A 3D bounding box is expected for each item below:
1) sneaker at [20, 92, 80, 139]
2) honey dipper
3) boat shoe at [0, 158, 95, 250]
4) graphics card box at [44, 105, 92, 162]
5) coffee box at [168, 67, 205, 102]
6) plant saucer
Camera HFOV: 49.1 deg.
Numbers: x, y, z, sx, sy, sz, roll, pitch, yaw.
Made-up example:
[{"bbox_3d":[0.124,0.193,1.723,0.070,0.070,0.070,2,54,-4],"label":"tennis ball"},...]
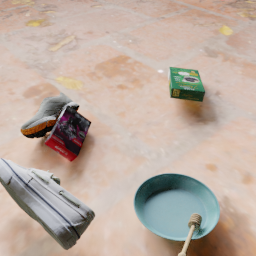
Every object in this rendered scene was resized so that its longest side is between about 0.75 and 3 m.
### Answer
[{"bbox_3d":[-2.475,-0.429,8.466,0.924,0.761,2.009,44,46,12],"label":"sneaker"},{"bbox_3d":[1.207,2.115,5.422,0.257,0.257,1.355,17,22,19],"label":"honey dipper"},{"bbox_3d":[-1.867,1.417,6.092,2.789,1.026,0.931,34,55,25],"label":"boat shoe"},{"bbox_3d":[-1.646,0.121,7.906,0.913,0.370,1.455,38,38,-19],"label":"graphics card box"},{"bbox_3d":[2.015,-1.587,9.928,1.152,0.412,1.874,6,35,-1],"label":"coffee box"},{"bbox_3d":[1.062,1.781,6.291,1.899,0.341,1.899,-1,34,0],"label":"plant saucer"}]
